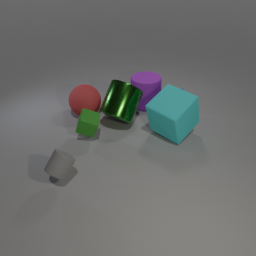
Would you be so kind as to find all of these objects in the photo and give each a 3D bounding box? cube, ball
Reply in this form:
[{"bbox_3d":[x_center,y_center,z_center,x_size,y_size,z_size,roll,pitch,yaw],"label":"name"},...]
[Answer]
[{"bbox_3d":[1.713,-0.534,10.608,1.400,1.400,1.400,30,64,34],"label":"cube"},{"bbox_3d":[-1.502,-0.192,10.517,0.700,0.700,0.700,17,43,-15],"label":"cube"},{"bbox_3d":[-1.865,-1.191,12.153,1.400,1.400,1.400,0,33,0],"label":"ball"}]

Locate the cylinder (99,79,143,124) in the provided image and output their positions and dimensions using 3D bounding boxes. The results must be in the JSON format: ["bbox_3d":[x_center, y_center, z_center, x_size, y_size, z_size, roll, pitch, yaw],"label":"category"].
[{"bbox_3d":[-0.268,-1.059,11.399,1.400,1.400,1.400,22,-2,1],"label":"cylinder"}]

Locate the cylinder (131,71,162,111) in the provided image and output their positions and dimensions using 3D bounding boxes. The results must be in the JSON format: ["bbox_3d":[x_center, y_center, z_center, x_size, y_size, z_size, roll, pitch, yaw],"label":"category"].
[{"bbox_3d":[0.830,-1.710,12.943,1.400,1.400,1.400,-1,33,1],"label":"cylinder"}]

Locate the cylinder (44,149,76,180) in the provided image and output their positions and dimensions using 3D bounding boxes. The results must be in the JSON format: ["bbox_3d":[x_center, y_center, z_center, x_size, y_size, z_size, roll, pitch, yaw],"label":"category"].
[{"bbox_3d":[-2.051,1.092,8.455,0.700,0.700,0.700,29,0,0],"label":"cylinder"}]
